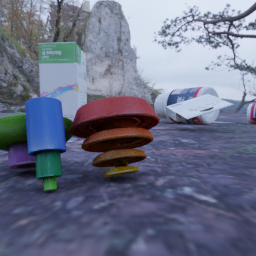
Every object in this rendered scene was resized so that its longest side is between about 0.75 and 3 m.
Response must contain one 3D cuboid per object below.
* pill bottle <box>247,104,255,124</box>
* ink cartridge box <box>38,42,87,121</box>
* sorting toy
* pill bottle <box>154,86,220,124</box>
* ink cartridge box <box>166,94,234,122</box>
[{"bbox_3d":[6.244,-0.613,12.407,1.698,0.955,0.955,3,5,38],"label":"pill bottle"},{"bbox_3d":[-1.832,-1.070,8.195,1.075,2.457,1.785,-2,4,0],"label":"ink cartridge box"},{"bbox_3d":[-0.626,0.235,2.921,1.959,0.804,1.177,-11,-14,14],"label":"sorting toy"},{"bbox_3d":[2.736,-1.063,13.494,1.708,1.708,2.856,-3,4,-41],"label":"pill bottle"},{"bbox_3d":[2.393,-0.612,9.454,1.741,0.379,1.511,-17,25,-12],"label":"ink cartridge box"}]
